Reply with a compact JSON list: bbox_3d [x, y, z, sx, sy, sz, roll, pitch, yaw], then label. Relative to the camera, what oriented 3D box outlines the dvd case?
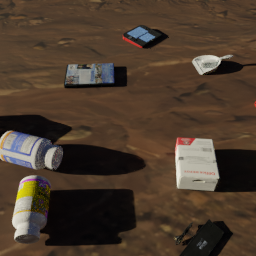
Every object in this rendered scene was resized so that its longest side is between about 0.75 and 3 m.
[{"bbox_3d":[-1.586,-2.205,11.716,2.060,0.181,1.470,-2,47,-2],"label":"dvd case"}]

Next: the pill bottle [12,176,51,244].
[{"bbox_3d":[-2.452,2.063,7.143,0.817,0.817,1.567,-4,47,-4],"label":"pill bottle"}]

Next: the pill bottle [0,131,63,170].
[{"bbox_3d":[-2.869,0.702,8.364,1.702,0.954,0.954,13,47,10],"label":"pill bottle"}]

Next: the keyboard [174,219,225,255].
[{"bbox_3d":[1.692,2.782,6.920,0.865,0.140,1.362,39,56,24],"label":"keyboard"}]

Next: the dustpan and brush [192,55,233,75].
[{"bbox_3d":[3.757,-2.886,12.172,1.624,0.465,1.133,-8,46,-7],"label":"dustpan and brush"}]

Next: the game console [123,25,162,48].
[{"bbox_3d":[0.696,-4.607,13.996,1.434,0.252,1.621,34,55,29],"label":"game console"}]

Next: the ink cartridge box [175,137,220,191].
[{"bbox_3d":[1.984,1.040,8.215,1.086,0.630,1.504,3,43,4],"label":"ink cartridge box"}]
